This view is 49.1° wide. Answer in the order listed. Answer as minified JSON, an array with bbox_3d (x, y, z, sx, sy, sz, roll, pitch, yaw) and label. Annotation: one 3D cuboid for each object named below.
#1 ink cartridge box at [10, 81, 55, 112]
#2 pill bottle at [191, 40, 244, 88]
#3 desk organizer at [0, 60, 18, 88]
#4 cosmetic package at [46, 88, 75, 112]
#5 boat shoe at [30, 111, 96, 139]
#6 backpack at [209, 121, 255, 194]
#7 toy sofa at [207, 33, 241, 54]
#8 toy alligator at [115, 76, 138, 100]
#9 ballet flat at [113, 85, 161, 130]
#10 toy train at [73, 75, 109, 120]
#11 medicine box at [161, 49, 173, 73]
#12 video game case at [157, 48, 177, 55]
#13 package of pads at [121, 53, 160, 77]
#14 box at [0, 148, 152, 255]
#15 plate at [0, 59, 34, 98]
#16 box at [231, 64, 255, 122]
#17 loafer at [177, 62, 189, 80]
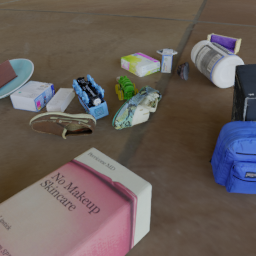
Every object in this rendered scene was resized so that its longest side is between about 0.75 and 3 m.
[{"bbox_3d":[-3.778,-1.383,11.475,1.133,0.634,1.660,10,38,15],"label":"ink cartridge box"},{"bbox_3d":[4.086,-3.103,13.192,1.511,1.511,2.656,-8,36,-11],"label":"pill bottle"},{"bbox_3d":[-5.756,-1.963,11.473,0.793,0.851,2.211,18,50,32],"label":"desk organizer"},{"bbox_3d":[-2.693,-1.117,11.320,0.617,0.378,1.494,6,35,9],"label":"cosmetic package"},{"bbox_3d":[-2.194,-0.056,9.453,2.221,0.820,0.822,-4,41,-6],"label":"boat shoe"},{"bbox_3d":[3.128,0.771,7.404,1.424,1.752,1.470,0,35,-2],"label":"backpack"},{"bbox_3d":[5.555,-4.956,16.486,1.893,0.784,0.924,26,41,32],"label":"toy sofa"},{"bbox_3d":[-0.140,-1.903,12.130,0.811,0.742,2.736,-7,36,-11],"label":"toy alligator"},{"bbox_3d":[0.484,-0.755,10.324,1.069,1.069,2.879,15,40,21],"label":"ballet flat"},{"bbox_3d":[-1.482,-1.209,10.758,0.886,1.168,2.044,-23,40,-17],"label":"toy train"},{"bbox_3d":[1.971,-3.394,14.141,0.503,0.891,0.978,5,35,7],"label":"medicine box"},{"bbox_3d":[2.265,-4.412,16.301,0.908,0.106,0.826,-18,39,-23],"label":"video game case"},{"bbox_3d":[0.583,-3.230,14.172,1.333,0.589,1.726,-24,42,-30],"label":"package of pads"},{"bbox_3d":[-1.161,2.028,5.703,1.902,1.621,2.975,27,43,33],"label":"box"},{"bbox_3d":[-5.351,-2.017,12.114,2.876,0.368,2.876,-10,46,10],"label":"plate"},{"bbox_3d":[4.065,-0.509,8.619,1.425,2.260,2.299,-2,35,15],"label":"box"},{"bbox_3d":[2.602,-2.702,13.503,0.580,0.662,1.843,-6,25,21],"label":"loafer"}]
